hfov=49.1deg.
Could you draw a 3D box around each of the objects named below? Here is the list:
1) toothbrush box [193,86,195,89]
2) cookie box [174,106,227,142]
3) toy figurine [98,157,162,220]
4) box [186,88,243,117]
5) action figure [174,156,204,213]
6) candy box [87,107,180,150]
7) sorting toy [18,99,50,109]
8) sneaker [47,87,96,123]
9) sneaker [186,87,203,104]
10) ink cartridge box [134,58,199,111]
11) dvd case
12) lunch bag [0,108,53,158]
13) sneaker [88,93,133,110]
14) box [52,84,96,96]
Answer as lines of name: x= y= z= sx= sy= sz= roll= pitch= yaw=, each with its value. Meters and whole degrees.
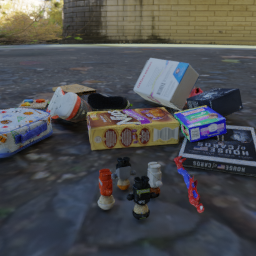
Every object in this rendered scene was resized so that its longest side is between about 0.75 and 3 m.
toothbrush box: x=2.306 y=-2.085 z=13.546 sx=1.550 sy=0.667 sz=1.129 roll=-5 pitch=21 yaw=-11
cookie box: x=1.923 y=-0.149 z=7.609 sx=1.016 sy=0.446 sz=1.188 roll=-14 pitch=23 yaw=-5
toy figurine: x=0.062 y=1.070 z=5.123 sx=1.086 sy=0.756 sz=1.069 roll=6 pitch=16 yaw=23
box: x=2.874 y=-0.809 z=9.371 sx=1.249 sy=0.746 sz=1.270 roll=-22 pitch=17 yaw=-20
action figure: x=1.089 y=0.974 z=4.875 sx=0.260 sy=1.006 sz=0.329 roll=-25 pitch=-28 yaw=18
candy box: x=0.085 y=-0.027 z=8.066 sx=2.446 sy=0.691 sz=1.427 roll=-6 pitch=22 yaw=-10
sorting toy: x=-3.575 y=-1.019 z=11.348 sx=1.500 sy=0.221 sz=1.108 roll=-2 pitch=20 yaw=-4
sneaker: x=-1.970 y=-0.623 z=9.657 sx=1.183 sy=1.114 sz=2.890 roll=25 pitch=1 yaw=-30
sneaker: x=2.750 y=-1.282 z=11.229 sx=0.680 sy=0.800 sz=1.844 roll=-2 pitch=20 yaw=-6
ink cartridge box: x=1.473 y=-1.801 z=11.220 sx=0.934 sy=1.595 sz=2.207 roll=29 pitch=-2 yaw=-43
dvd case: x=2.407 y=0.436 z=7.357 sx=1.859 sy=0.306 sz=2.473 roll=6 pitch=21 yaw=17
lunch bag: x=-3.212 y=0.078 z=7.596 sx=1.795 sy=0.846 sz=2.240 roll=10 pitch=22 yaw=19
sneaker: x=-0.706 y=-0.932 z=10.856 sx=1.824 sy=0.654 sz=0.755 roll=11 pitch=1 yaw=25
box: x=-2.621 y=-1.848 z=13.618 sx=1.424 sy=0.185 sz=1.742 roll=-17 pitch=26 yaw=-39
